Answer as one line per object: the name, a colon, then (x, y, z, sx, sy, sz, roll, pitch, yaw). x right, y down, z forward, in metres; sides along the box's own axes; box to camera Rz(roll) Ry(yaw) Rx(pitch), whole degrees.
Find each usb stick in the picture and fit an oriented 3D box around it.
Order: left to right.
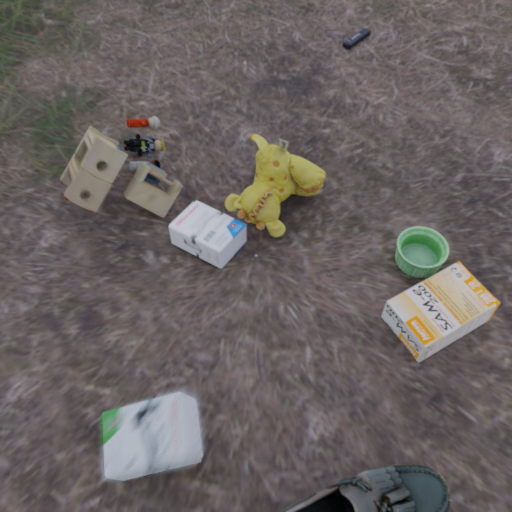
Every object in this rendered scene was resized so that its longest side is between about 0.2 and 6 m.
usb stick: (2.442, -5.279, 13.597, 0.248, 0.146, 0.894, 38, 63, 23)

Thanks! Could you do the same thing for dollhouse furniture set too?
dollhouse furniture set: (-2.527, -1.335, 10.363, 1.212, 1.729, 1.219, -58, 29, 8)

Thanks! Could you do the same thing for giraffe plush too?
giraffe plush: (0.271, -1.154, 10.062, 1.554, 1.801, 1.460, 27, 88, 20)

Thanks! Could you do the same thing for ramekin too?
ramekin: (2.853, -0.040, 9.751, 0.883, 0.431, 0.883, 0, 55, 0)

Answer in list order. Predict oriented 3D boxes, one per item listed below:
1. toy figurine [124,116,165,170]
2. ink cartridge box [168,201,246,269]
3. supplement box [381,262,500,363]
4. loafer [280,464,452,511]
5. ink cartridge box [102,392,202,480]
toy figurine: (-2.162, -2.168, 10.962, 0.657, 0.945, 0.930, -7, 57, -24)
ink cartridge box: (-0.851, -0.393, 9.913, 1.127, 0.475, 0.822, 27, 54, 22)
supplement box: (2.951, 0.877, 9.020, 1.546, 0.569, 0.974, -26, 58, -17)
loafer: (0.978, 3.446, 6.918, 3.391, 1.067, 1.218, -16, 57, -11)
ink cartridge box: (-1.423, 2.464, 7.651, 1.226, 0.509, 0.899, -18, 61, 11)
